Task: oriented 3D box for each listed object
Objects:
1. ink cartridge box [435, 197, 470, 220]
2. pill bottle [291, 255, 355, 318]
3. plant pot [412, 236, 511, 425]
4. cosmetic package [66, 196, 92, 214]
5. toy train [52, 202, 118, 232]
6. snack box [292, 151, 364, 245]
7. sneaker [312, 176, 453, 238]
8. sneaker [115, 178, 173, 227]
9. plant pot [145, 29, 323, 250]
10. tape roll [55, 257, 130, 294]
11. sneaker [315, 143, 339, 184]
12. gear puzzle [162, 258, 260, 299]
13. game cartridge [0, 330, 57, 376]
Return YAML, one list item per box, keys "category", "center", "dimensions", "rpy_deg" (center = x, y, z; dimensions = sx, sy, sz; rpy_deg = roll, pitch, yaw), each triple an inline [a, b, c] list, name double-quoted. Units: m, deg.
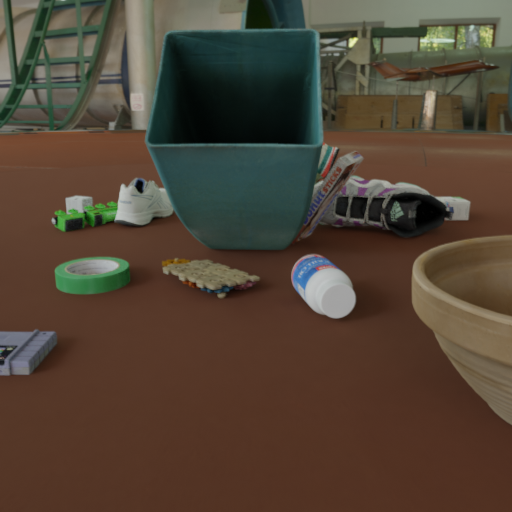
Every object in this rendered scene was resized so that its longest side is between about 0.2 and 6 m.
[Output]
- category: "ink cartridge box"
  center: [4.379, -1.124, 13.207]
  dimensions: [1.049, 0.459, 0.762]
  rpy_deg: [1, 15, 0]
- category: "pill bottle"
  center: [0.914, 0.415, 7.518]
  dimensions: [0.638, 0.638, 1.137]
  rpy_deg: [-4, 16, -12]
- category: "plant pot"
  center: [2.859, 0.754, 4.982]
  dimensions: [2.879, 1.329, 2.879]
  rpy_deg: [-3, 15, 1]
- category: "cosmetic package"
  center: [-4.294, -1.218, 13.623]
  dimensions: [0.490, 0.404, 0.404]
  rpy_deg: [6, 17, 20]
- category: "toy train"
  center: [-3.564, -0.892, 12.550]
  dimensions: [0.569, 0.421, 2.018]
  rpy_deg: [25, 28, 36]
- category: "snack box"
  center: [1.267, -1.070, 10.528]
  dimensions: [0.244, 2.007, 0.721]
  rpy_deg: [43, 39, 13]
- category: "sneaker"
  center: [2.563, -0.993, 11.485]
  dimensions: [2.964, 1.152, 2.073]
  rpy_deg: [-3, 16, -10]
- category: "sneaker"
  center: [-2.490, -1.342, 12.991]
  dimensions: [0.842, 0.984, 2.259]
  rpy_deg: [9, 17, 10]
- category: "plant pot"
  center: [-0.184, -1.616, 9.460]
  dimensions: [2.396, 3.390, 2.395]
  rpy_deg: [0, 59, 3]
- category: "tape roll"
  center: [-2.513, 0.290, 8.641]
  dimensions: [1.102, 0.265, 1.102]
  rpy_deg: [0, 15, 0]
- category: "sneaker"
  center: [1.020, -2.042, 12.758]
  dimensions: [1.072, 0.807, 2.293]
  rpy_deg: [25, -18, -7]
- category: "gear puzzle"
  center: [-0.894, 0.308, 8.660]
  dimensions: [0.982, 0.248, 1.896]
  rpy_deg: [-10, 18, -40]
- category: "game cartridge"
  center: [-2.944, 1.042, 6.140]
  dimensions: [1.250, 0.240, 0.811]
  rpy_deg: [0, 12, 1]
